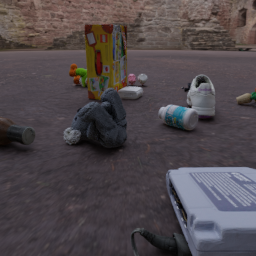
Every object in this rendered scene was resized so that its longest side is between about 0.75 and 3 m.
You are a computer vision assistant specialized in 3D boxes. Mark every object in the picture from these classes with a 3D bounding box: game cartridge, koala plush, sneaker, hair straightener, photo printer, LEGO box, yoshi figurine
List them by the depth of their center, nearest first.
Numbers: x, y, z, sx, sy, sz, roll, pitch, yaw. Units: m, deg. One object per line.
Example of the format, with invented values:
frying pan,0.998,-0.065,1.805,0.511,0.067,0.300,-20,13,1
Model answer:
hair straightener,1.218,1.535,2.868,2.669,0.546,1.027,8,20,21
game cartridge,1.495,0.994,3.751,1.715,0.527,2.576,-5,4,2
koala plush,-0.870,-0.065,7.021,1.469,1.350,1.303,-13,22,35
sneaker,2.651,-1.246,9.842,1.010,1.343,2.697,1,17,7
LEGO box,-0.872,-2.904,12.160,1.140,2.955,2.200,5,19,16
photo printer,0.128,-1.549,12.199,0.910,0.380,1.094,5,19,17
yoshi figurine,-1.695,-2.893,14.580,2.463,1.379,1.384,7,20,17

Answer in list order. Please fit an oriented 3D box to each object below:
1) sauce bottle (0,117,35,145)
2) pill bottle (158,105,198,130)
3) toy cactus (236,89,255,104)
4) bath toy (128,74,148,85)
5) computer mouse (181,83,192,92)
sauce bottle,-3.313,0.043,7.022,2.183,0.706,0.706,8,20,26
pill bottle,1.454,-0.339,8.279,1.114,0.617,0.617,17,25,42
toy cactus,4.935,-1.158,10.778,1.399,0.867,1.695,-14,17,18
bath toy,0.108,-2.556,14.830,1.842,0.801,0.681,-1,-24,2
computer mouse,2.971,-1.954,13.674,0.764,0.250,1.088,-2,25,2
